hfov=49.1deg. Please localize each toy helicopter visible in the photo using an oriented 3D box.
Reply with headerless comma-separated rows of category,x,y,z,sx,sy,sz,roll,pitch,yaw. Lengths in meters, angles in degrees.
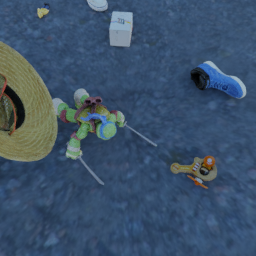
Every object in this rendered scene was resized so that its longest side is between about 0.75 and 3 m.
toy helicopter,1.893,1.267,8.124,1.321,0.521,0.873,2,68,14

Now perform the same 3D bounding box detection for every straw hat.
straw hat,-2.932,-0.414,5.943,1.247,2.947,2.947,-22,58,18

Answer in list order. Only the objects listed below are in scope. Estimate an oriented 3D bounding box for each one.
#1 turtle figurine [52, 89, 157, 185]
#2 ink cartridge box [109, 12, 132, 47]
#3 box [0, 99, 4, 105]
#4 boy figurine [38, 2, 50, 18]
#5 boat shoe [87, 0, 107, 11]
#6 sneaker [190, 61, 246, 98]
turtle figurine,-1.099,0.080,8.446,1.980,2.752,2.668,-50,48,-1
ink cartridge box,-0.261,-3.833,10.886,0.793,0.797,1.097,6,59,3
box,-4.506,0.085,8.561,1.100,0.823,2.196,36,67,19
boy figurine,-3.631,-4.995,11.906,0.497,0.257,0.799,17,58,7
boat shoe,-1.485,-5.962,12.111,0.759,0.876,2.054,-21,61,-12
sneaker,2.949,-1.495,9.507,1.072,0.740,1.928,-29,59,-23
